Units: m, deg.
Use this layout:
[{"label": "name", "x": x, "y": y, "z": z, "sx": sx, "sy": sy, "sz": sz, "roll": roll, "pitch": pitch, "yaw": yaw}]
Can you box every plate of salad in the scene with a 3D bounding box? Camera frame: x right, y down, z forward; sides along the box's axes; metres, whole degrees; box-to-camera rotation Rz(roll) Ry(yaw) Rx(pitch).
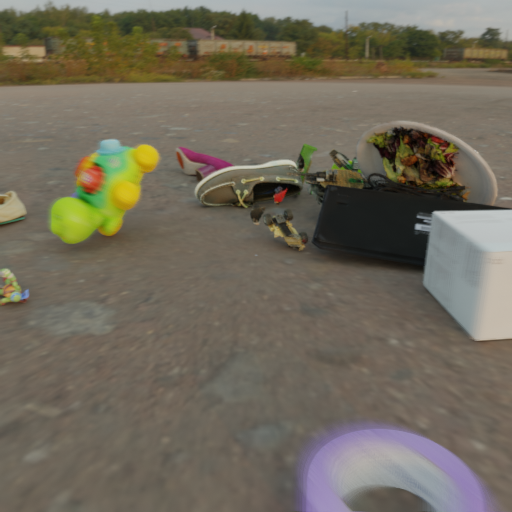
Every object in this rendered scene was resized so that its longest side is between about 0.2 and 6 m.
[{"label": "plate of salad", "x": 3.011, "y": -1.392, "z": 10.313, "sx": 2.699, "sy": 2.699, "sz": 0.648, "roll": 17, "pitch": 65, "yaw": 38}]

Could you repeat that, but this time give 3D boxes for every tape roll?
[{"label": "tape roll", "x": 0.999, "y": 1.852, "z": 4.154, "sx": 1.265, "sy": 0.415, "sz": 1.265, "roll": 0, "pitch": 21, "yaw": 0}]

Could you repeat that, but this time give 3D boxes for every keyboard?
[{"label": "keyboard", "x": 3.018, "y": -0.385, "z": 9.498, "sx": 3.922, "sy": 0.777, "sz": 2.041, "roll": 10, "pitch": 49, "yaw": 11}]

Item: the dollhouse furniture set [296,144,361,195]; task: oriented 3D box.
[{"label": "dollhouse furniture set", "x": 2.263, "y": -1.573, "z": 12.935, "sx": 2.904, "sy": 1.121, "sz": 1.452, "roll": 19, "pitch": 14, "yaw": -4}]

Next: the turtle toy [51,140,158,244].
[{"label": "turtle toy", "x": -2.707, "y": -1.112, "z": 9.833, "sx": 1.141, "sy": 1.644, "sz": 2.256, "roll": 30, "pitch": 58, "yaw": -14}]

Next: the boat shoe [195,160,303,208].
[{"label": "boat shoe", "x": -0.139, "y": -1.468, "z": 12.115, "sx": 2.339, "sy": 0.836, "sz": 0.699, "roll": -14, "pitch": 53, "yaw": -10}]

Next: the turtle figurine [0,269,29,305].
[{"label": "turtle figurine", "x": -3.550, "y": 0.418, "z": 7.703, "sx": 0.732, "sy": 0.527, "sz": 0.710, "roll": -9, "pitch": 19, "yaw": -31}]

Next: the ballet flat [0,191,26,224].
[{"label": "ballet flat", "x": -5.278, "y": -0.782, "z": 10.565, "sx": 0.713, "sy": 0.713, "sz": 2.053, "roll": 9, "pitch": 23, "yaw": 22}]

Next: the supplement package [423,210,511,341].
[{"label": "supplement package", "x": 3.297, "y": 0.177, "z": 7.360, "sx": 1.554, "sy": 1.195, "sz": 1.625, "roll": -2, "pitch": 21, "yaw": -5}]

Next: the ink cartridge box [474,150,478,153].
[{"label": "ink cartridge box", "x": 3.825, "y": -1.478, "z": 11.340, "sx": 0.610, "sy": 1.395, "sz": 1.014, "roll": -16, "pitch": 27, "yaw": -36}]

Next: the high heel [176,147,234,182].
[{"label": "high heel", "x": -1.417, "y": -2.493, "z": 14.937, "sx": 0.958, "sy": 0.672, "sz": 1.993, "roll": -21, "pitch": 43, "yaw": -23}]

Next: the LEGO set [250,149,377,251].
[{"label": "LEGO set", "x": 1.335, "y": -1.050, "z": 10.794, "sx": 3.353, "sy": 0.950, "sz": 2.177, "roll": -21, "pitch": 49, "yaw": -22}]
